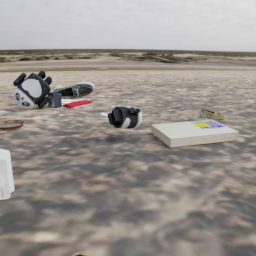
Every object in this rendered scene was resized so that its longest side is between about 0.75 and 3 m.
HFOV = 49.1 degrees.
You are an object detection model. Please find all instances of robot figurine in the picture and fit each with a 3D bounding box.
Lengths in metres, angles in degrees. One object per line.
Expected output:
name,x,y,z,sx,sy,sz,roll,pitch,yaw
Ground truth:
robot figurine,-4.898,-1.967,14.488,1.626,1.350,2.164,33,74,31
robot figurine,-0.094,-0.374,9.759,1.266,0.790,0.951,-1,14,-41

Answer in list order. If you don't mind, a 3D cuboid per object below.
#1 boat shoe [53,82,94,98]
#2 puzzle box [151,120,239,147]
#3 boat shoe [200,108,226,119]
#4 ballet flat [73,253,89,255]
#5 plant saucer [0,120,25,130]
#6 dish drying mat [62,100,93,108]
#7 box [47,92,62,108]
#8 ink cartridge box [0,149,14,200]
boat shoe,-3.382,-2.240,17.611,2.607,0.939,0.924,-12,27,-5
puzzle box,2.358,0.154,10.106,2.621,0.333,1.744,-4,17,-15
boat shoe,3.859,-0.644,12.763,1.190,0.373,0.436,10,19,29
ballet flat,-0.260,2.015,3.524,1.450,0.473,0.511,11,20,32
plant saucer,-4.770,-0.114,11.303,1.163,0.187,1.163,1,17,0
dish drying mat,-2.793,-1.387,15.681,0.664,0.157,1.729,13,20,34
box,-3.950,-1.519,15.061,0.467,0.758,0.752,-14,21,-41
ink cartridge box,-3.276,1.001,6.013,1.561,1.004,0.978,7,18,26
